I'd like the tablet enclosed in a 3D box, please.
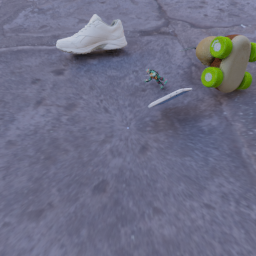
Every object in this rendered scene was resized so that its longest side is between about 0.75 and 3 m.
[{"bbox_3d":[1.220,-0.876,7.871,1.049,0.110,1.612,-25,0,22],"label":"tablet"}]

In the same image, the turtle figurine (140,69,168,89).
[{"bbox_3d":[0.869,-1.718,9.414,0.899,0.673,0.453,32,74,-4],"label":"turtle figurine"}]

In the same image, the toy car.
[{"bbox_3d":[2.817,-2.307,9.361,1.856,1.782,2.259,-3,25,-34],"label":"toy car"}]

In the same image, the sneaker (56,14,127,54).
[{"bbox_3d":[-1.438,-3.606,10.750,2.741,1.362,1.068,-14,23,-17],"label":"sneaker"}]
